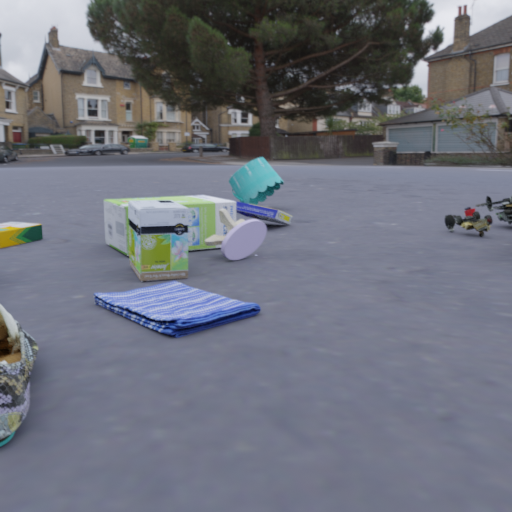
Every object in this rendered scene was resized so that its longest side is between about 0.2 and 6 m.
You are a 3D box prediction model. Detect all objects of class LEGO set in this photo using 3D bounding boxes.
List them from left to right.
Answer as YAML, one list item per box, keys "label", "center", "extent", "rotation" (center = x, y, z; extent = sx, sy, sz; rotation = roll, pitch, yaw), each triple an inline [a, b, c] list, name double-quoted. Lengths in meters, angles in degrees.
- label: "LEGO set"
  center: [5.730, -0.835, 12.459]
  extent: [3.235, 0.917, 2.101]
  rotation: [-15, 12, -7]

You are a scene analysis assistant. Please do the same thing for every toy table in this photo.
- label: "toy table"
  center: [-0.354, -0.332, 9.411]
  extent: [0.558, 0.876, 0.952]
  rotation: [24, 32, 39]

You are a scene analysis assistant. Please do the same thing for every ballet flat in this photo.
- label: "ballet flat"
  center: [-2.086, 0.719, 4.334]
  extent: [0.746, 0.746, 2.075]
  rotation: [-5, 12, -23]

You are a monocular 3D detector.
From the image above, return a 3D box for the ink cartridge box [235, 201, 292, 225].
- label: "ink cartridge box"
  center: [0.048, -1.017, 12.904]
  extent: [1.229, 0.292, 1.244]
  rotation: [14, -2, 24]

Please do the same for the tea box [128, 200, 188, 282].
- label: "tea box"
  center: [-1.457, -0.252, 8.279]
  extent: [0.713, 1.050, 1.068]
  rotation: [-4, 12, -20]

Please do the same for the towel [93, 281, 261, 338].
- label: "towel"
  center: [-0.946, 0.542, 6.519]
  extent: [1.254, 0.207, 1.732]
  rotation: [-9, 15, -42]

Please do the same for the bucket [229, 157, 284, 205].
- label: "bucket"
  center: [-0.032, -2.088, 16.127]
  extent: [1.457, 0.948, 1.457]
  rotation: [-34, -6, -4]

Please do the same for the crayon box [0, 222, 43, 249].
- label: "crayon box"
  center: [-4.906, -0.393, 10.792]
  extent: [0.823, 0.337, 1.308]
  rotation: [5, 12, 22]

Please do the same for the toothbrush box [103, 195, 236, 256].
- label: "toothbrush box"
  center: [-1.618, -0.618, 10.457]
  extent: [2.096, 0.902, 1.526]
  rotation: [-7, 13, -29]
